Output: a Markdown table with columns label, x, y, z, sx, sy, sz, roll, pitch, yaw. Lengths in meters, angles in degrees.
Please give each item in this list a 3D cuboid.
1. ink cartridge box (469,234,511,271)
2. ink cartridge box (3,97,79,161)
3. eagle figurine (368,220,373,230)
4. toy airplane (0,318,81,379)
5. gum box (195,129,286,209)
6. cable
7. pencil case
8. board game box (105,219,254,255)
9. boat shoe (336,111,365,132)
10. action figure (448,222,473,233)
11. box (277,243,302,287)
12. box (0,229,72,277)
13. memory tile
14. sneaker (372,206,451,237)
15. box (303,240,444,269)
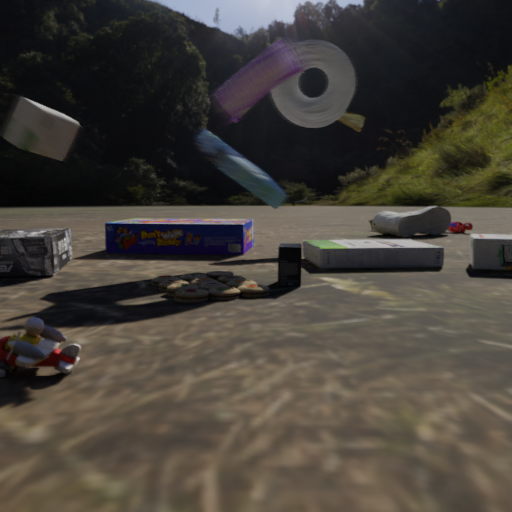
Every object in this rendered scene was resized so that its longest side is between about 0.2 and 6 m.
| label | x | y | z | sx | sy | sz | roll | pitch | yaw |
| --- | --- | --- | --- | --- | --- | --- | --- | --- | --- |
| ink cartridge box | 4.530 | -0.065 | 9.927 | 1.369 | 0.575 | 0.991 | 2 | 7 | 17 |
| ink cartridge box | -2.872 | -1.688 | 7.535 | 0.346 | 0.597 | 0.824 | 31 | 8 | 18 |
| eagle figurine | 4.311 | -1.074 | 19.252 | 0.759 | 0.573 | 0.576 | -9 | -8 | 23 |
| toy airplane | -1.614 | 0.676 | 4.175 | 0.613 | 0.432 | 0.610 | 5 | 6 | 44 |
| gum box | -0.312 | -1.657 | 10.559 | 1.623 | 0.362 | 1.379 | 32 | 13 | -26 |
| cable | 1.280 | -3.931 | 12.815 | 1.903 | 1.903 | 0.659 | 7 | 26 | 1 |
| pencil case | 0.020 | -2.639 | 8.480 | 1.378 | 0.589 | 0.578 | -33 | -21 | 28 |
| board game box | -1.674 | -0.477 | 13.027 | 3.052 | 0.683 | 2.052 | 1 | 7 | 6 |
| boat shoe | 2.340 | -3.920 | 15.944 | 1.482 | 0.466 | 0.541 | 11 | 14 | -14 |
| action figure | 6.257 | -1.028 | 18.762 | 0.699 | 0.552 | 2.135 | -2 | 9 | -39 |
| box | 0.494 | 0.130 | 8.219 | 0.346 | 0.588 | 0.579 | 1 | 7 | 4 |
| box | -4.682 | -0.078 | 9.595 | 2.692 | 0.670 | 2.123 | -1 | 7 | -11 |
| memory tile | -0.673 | 0.405 | 7.780 | 1.307 | 0.143 | 1.705 | -3 | 7 | -24 |
| sneaker | 4.812 | -1.120 | 17.568 | 2.527 | 0.931 | 1.460 | -6 | 12 | -33 |
| box | 2.152 | -0.054 | 10.690 | 2.282 | 0.415 | 1.647 | 1 | 6 | -6 |
